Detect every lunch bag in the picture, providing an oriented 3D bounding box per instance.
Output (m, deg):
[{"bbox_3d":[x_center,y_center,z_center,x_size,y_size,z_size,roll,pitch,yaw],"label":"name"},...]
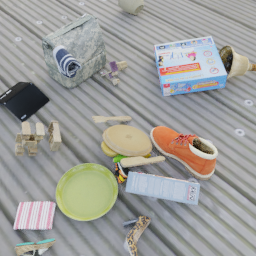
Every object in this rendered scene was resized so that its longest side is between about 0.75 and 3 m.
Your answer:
[{"bbox_3d":[-2.265,-3.393,11.986,1.825,2.197,2.619,37,61,25],"label":"lunch bag"}]

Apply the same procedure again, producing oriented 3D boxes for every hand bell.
[{"bbox_3d":[5.466,-2.615,12.231,2.934,1.528,1.528,5,51,-12],"label":"hand bell"}]

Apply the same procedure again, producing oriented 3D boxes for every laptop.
[{"bbox_3d":[-4.424,-1.131,11.582,1.713,0.884,1.518,11,48,41],"label":"laptop"}]

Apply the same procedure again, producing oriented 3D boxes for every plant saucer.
[{"bbox_3d":[-1.300,2.050,8.984,1.966,0.305,1.966,0,53,0],"label":"plant saucer"}]

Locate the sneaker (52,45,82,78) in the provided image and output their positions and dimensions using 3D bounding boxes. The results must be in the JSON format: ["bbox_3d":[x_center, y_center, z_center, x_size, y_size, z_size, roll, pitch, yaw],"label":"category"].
[{"bbox_3d":[-1.702,-1.740,8.312,0.514,1.467,0.796,-41,72,-9],"label":"sneaker"}]

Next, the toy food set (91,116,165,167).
[{"bbox_3d":[-0.095,0.534,9.863,1.916,0.557,2.775,-2,36,-30],"label":"toy food set"}]

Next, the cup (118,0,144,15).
[{"bbox_3d":[0.308,-6.843,15.346,1.389,1.389,0.993,-34,81,-23],"label":"cup"}]

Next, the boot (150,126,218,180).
[{"bbox_3d":[1.869,0.514,9.503,2.617,1.403,0.982,35,62,26],"label":"boot"}]

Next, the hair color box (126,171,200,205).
[{"bbox_3d":[1.044,1.809,8.595,2.100,1.040,0.637,10,83,7],"label":"hair color box"}]

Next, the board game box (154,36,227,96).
[{"bbox_3d":[2.600,-2.733,12.176,2.661,0.744,2.605,-7,53,5],"label":"board game box"}]

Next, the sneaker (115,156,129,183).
[{"bbox_3d":[-0.312,1.376,9.451,0.393,0.505,1.123,27,20,-30],"label":"sneaker"}]

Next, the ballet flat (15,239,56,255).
[{"bbox_3d":[-2.606,3.414,7.950,1.131,0.399,0.369,-8,79,-2],"label":"ballet flat"}]

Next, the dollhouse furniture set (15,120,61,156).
[{"bbox_3d":[-3.173,0.257,9.826,1.424,1.248,0.946,4,49,-31],"label":"dollhouse furniture set"}]

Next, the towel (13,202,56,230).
[{"bbox_3d":[-2.851,2.693,8.589,1.169,0.175,0.855,-1,52,2],"label":"towel"}]

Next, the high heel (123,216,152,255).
[{"bbox_3d":[0.372,3.121,8.048,0.869,0.435,1.219,-14,44,-3],"label":"high heel"}]

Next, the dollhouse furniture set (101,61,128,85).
[{"bbox_3d":[-0.573,-2.461,12.618,0.876,0.978,1.234,-13,12,41],"label":"dollhouse furniture set"}]
